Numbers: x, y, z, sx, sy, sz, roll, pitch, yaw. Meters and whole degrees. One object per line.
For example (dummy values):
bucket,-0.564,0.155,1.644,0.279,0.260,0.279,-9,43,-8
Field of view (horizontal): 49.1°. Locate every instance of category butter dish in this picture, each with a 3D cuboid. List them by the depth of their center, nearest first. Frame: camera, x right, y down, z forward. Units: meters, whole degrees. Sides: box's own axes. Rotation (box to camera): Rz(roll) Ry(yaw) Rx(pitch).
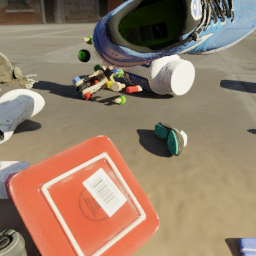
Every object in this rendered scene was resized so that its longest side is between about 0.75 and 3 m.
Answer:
butter dish,-0.689,1.233,4.104,1.687,1.250,1.692,-26,78,-38

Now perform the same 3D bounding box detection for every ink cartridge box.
ink cartridge box,-2.600,0.993,5.422,1.234,0.416,0.719,0,25,-1

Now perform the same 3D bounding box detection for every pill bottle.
pill bottle,1.137,-2.238,11.009,1.657,1.657,2.768,-18,31,-34

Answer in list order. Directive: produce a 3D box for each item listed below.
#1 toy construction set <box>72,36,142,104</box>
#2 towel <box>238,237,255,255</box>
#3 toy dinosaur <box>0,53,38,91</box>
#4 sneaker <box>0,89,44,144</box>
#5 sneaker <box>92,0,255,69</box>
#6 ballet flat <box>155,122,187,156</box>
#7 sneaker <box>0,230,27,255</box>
toy construction set,-0.572,-1.898,10.489,2.481,2.070,1.907,33,23,18
towel,2.166,1.995,3.522,1.128,0.186,1.558,0,25,3
toy dinosaur,-1.388,-0.634,2.979,0.293,0.762,0.389,-14,36,55
sneaker,-3.348,-0.186,7.648,1.439,1.081,2.888,37,36,19
sneaker,0.943,-1.553,4.048,2.909,1.143,1.297,-20,11,-7
ballet flat,1.159,0.216,7.040,0.524,0.521,1.533,2,24,-16
sneaker,-1.879,1.711,3.692,1.720,0.682,0.649,-6,21,42
